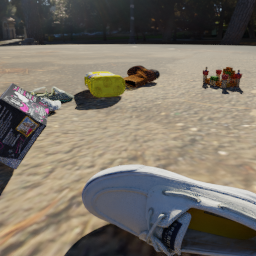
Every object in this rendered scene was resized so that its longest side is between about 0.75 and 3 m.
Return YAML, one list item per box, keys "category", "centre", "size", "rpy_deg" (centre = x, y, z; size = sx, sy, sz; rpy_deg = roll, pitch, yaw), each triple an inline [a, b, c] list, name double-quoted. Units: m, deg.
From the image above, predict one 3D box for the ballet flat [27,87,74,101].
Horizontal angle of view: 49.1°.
- category: "ballet flat"
  centre: [-2.746, -1.183, 9.859]
  size: [1.724, 0.549, 0.581]
  rpy_deg: [-10, 22, -26]

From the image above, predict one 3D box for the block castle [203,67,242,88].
- category: "block castle"
  centre: [4.328, -2.401, 12.928]
  size: [1.104, 0.775, 1.652]
  rpy_deg: [-7, 21, -21]

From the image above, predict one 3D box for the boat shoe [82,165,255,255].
- category: "boat shoe"
  centre: [0.515, 1.058, 3.303]
  size: [2.361, 0.837, 0.824]
  rpy_deg: [10, 18, 9]

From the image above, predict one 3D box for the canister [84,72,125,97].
- category: "canister"
  centre: [-0.995, -1.814, 11.296]
  size: [1.352, 0.788, 1.821]
  rpy_deg: [-6, 19, -16]

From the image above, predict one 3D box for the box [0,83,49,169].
- category: "box"
  centre: [-2.291, -0.111, 5.600]
  size: [0.939, 1.082, 1.637]
  rpy_deg: [34, 7, -21]

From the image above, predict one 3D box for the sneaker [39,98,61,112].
- category: "sneaker"
  centre: [-2.492, -0.718, 8.577]
  size: [0.431, 0.504, 1.156]
  rpy_deg: [-5, 13, 29]

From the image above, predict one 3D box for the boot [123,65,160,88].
- category: "boot"
  centre: [0.209, -2.373, 13.424]
  size: [1.936, 0.704, 2.057]
  rpy_deg: [24, 37, 33]
